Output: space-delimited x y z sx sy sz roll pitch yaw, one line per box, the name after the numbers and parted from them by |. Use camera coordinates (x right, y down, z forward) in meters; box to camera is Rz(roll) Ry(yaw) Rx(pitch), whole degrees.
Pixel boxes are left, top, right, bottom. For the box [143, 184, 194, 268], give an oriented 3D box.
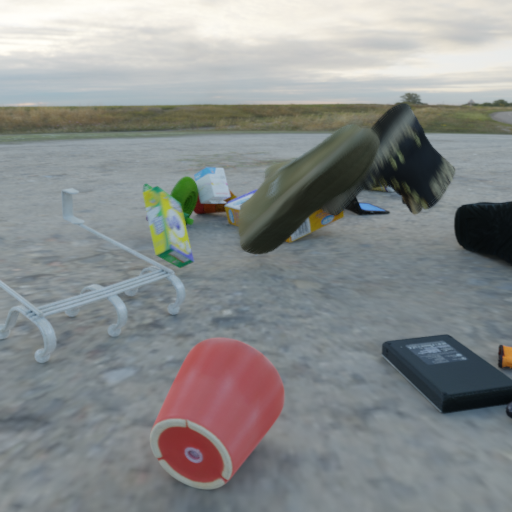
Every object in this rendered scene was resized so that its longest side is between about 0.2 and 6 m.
-1.461 -0.543 9.251 0.329 1.360 0.798 -25 -25 14 | box

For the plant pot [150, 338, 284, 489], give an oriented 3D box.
-0.331 1.263 4.381 0.950 0.950 0.840 6 28 20 | plant pot

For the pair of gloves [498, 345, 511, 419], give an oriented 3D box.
3.206 1.309 5.336 1.632 0.226 1.831 4 13 18 | pair of gloves

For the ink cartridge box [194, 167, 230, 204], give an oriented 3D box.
-1.016 -1.577 13.022 0.516 0.823 0.529 -20 -10 42 | ink cartridge box

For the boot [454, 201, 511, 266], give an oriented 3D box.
5.548 -0.520 9.748 2.820 1.282 3.356 -7 11 -11 | boot

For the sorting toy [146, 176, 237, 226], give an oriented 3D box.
-1.190 -1.115 12.734 1.143 1.150 3.317 22 19 13 | sorting toy

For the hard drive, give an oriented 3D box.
1.970 1.178 5.795 0.865 0.204 1.239 -4 16 -13 | hard drive

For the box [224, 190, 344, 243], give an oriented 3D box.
0.487 -1.015 12.429 1.544 0.538 2.593 -25 25 -29 | box

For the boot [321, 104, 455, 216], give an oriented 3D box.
2.655 -1.471 11.173 1.921 2.552 0.934 37 3 -26 | boot

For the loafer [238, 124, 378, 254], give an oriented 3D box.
0.679 -1.199 9.193 1.102 2.898 0.977 18 39 -54 | loafer

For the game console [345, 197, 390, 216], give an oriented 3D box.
2.618 -1.524 14.368 0.788 1.191 1.354 -32 21 -6 | game console

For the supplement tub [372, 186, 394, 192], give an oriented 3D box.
3.747 -2.518 17.453 1.319 0.959 0.959 12 20 36 | supplement tub

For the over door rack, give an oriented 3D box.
-2.621 0.204 7.453 2.835 0.944 2.094 36 34 29 | over door rack
